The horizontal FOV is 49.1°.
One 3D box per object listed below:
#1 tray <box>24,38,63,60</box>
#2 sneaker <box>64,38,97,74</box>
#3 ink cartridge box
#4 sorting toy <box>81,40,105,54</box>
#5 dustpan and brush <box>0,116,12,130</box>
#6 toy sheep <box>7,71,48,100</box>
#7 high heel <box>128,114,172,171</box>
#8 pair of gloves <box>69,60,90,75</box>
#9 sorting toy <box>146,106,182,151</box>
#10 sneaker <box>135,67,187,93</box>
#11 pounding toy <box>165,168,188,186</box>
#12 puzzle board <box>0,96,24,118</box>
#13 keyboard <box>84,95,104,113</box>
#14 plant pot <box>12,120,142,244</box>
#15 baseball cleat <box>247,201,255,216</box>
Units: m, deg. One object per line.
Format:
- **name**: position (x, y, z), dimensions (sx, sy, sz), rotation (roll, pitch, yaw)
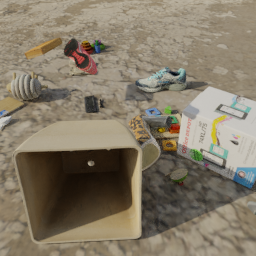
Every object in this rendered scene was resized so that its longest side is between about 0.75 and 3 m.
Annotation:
- **tray**: position (-3.394, -3.255, 11.372), dimensions (0.813, 0.305, 1.649), rotation (-10, 26, 21)
- **sneaker**: position (-1.256, -1.852, 7.462), dimensions (0.495, 0.583, 1.343), rotation (-42, 57, 10)
- **ink cartridge box**: position (3.508, 0.207, 9.818), dimensions (2.817, 2.067, 2.057), rotation (25, 45, 29)
- **sorting toy**: position (-2.230, -5.295, 17.777), dimensions (1.163, 0.794, 1.935), rotation (27, 45, 30)
- **dustpan and brush**: position (-5.286, -0.182, 11.828), dimensions (0.567, 0.232, 0.812), rotation (-10, 28, 11)
- **toy sheep**: position (-4.758, -1.950, 13.197), dimensions (1.934, 1.333, 1.333), rotation (-4, 38, 5)
- **high heel**: position (0.281, 0.599, 10.622), dimensions (2.007, 1.005, 2.816), rotation (1, 46, 44)
- **pair of gloves**: position (-2.630, -3.445, 15.875), dimensions (1.382, 0.285, 1.625), rotation (-2, 41, -9)
- **sorting toy**: position (1.583, -0.153, 11.629), dimensions (1.605, 0.388, 2.850), rotation (-6, 39, -8)
- **sneaker**: position (1.654, -2.519, 14.007), dimensions (2.621, 1.131, 1.017), rotation (-5, 39, -7)
- **pounding toy**: position (1.720, 1.670, 9.451), dimensions (0.605, 0.364, 0.784), rotation (-33, 19, -20)
- **puzzle board**: position (-5.690, -0.910, 12.796), dimensions (1.122, 0.130, 1.489), rotation (22, 44, 25)
- **keyboard**: position (-1.596, -1.147, 13.094), dimensions (0.862, 0.140, 1.357), rotation (-7, 40, -8)
- **plant pot**: position (-1.202, 1.190, 8.145), dimensions (2.965, 2.969, 2.628), rotation (-2, 27, -3)
- **baseball cleat**: position (3.928, 2.621, 8.122), dimensions (0.627, 0.411, 1.177), rotation (-30, 46, -32)
